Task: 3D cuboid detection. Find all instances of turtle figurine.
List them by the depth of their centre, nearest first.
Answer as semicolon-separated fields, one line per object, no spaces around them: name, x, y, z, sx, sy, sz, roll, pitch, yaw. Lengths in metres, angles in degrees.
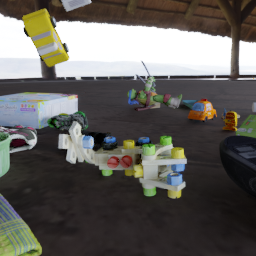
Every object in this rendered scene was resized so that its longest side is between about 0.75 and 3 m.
turtle figurine;1.223;-1.755;12.216;2.228;1.654;2.298;18;56;-2

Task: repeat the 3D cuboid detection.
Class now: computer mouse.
computer mouse;2.020;0.787;3.815;1.547;0.589;2.235;-3;23;-14

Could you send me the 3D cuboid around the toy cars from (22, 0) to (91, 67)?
toy cars;-1.388;-2.219;5.449;1.161;2.591;0.574;12;42;-25

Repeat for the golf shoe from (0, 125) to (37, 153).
golf shoe;-2.823;0.246;6.122;1.590;0.614;0.701;-4;21;-16

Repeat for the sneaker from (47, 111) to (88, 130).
sneaker;-1.763;-0.138;8.243;1.466;0.572;0.624;-2;16;36

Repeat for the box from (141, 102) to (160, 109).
box;1.044;-1.095;12.988;0.853;0.332;0.405;-7;14;-31

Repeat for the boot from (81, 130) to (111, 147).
boot;-0.762;0.260;6.494;0.714;0.359;0.955;7;1;-2

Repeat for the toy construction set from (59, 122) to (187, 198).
toy construction set;-0.077;0.485;4.450;2.014;0.928;1.321;14;15;10

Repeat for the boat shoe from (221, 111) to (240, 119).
boat shoe;3.772;-0.489;10.223;0.780;0.297;0.279;-6;13;-25

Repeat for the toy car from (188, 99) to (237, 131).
toy car;2.973;-0.514;9.238;1.128;0.765;2.299;-7;13;-28

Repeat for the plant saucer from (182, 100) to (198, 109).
plant saucer;3.196;-1.120;13.446;0.795;0.216;2.273;0;11;0

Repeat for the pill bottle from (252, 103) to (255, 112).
pill bottle;5.551;-0.834;11.431;0.828;0.473;0.473;2;12;12

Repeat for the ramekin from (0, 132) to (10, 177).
ramekin;-2.669;0.497;4.765;1.294;0.632;1.294;0;12;0

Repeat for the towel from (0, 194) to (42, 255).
towel;-2.085;1.079;3.009;1.570;0.249;2.186;-10;17;-43

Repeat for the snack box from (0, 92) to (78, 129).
snack box;-3.318;-0.694;9.756;2.234;0.897;2.649;4;14;15

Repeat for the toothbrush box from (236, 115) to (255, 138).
toothbrush box;3.090;0.154;6.140;1.135;0.489;0.827;9;37;43
